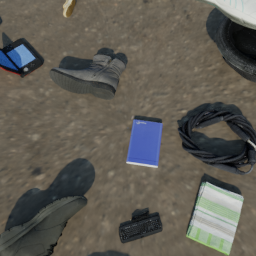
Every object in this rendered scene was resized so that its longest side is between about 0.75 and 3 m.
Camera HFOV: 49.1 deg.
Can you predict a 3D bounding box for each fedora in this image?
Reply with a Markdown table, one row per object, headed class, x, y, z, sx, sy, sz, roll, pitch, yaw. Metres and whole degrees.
| class | x | y | z | sx | sy | sz | roll | pitch | yaw |
| --- | --- | --- | --- | --- | --- | --- | --- | --- | --- |
| fedora | 4.050 | -2.253 | 8.495 | 2.997 | 1.369 | 2.997 | -1 | 63 | 2 |

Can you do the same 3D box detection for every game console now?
| class | x | y | z | sx | sy | sz | roll | pitch | yaw |
| --- | --- | --- | --- | --- | --- | --- | --- | --- | --- |
| game console | -3.647 | -2.361 | 8.845 | 1.235 | 0.851 | 1.433 | -38 | 70 | -16 |

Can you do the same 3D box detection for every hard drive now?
| class | x | y | z | sx | sy | sz | roll | pitch | yaw |
| --- | --- | --- | --- | --- | --- | --- | --- | --- | --- |
| hard drive | 0.481 | 0.416 | 7.870 | 0.856 | 0.165 | 1.297 | 8 | 64 | 4 |

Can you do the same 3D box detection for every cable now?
| class | x | y | z | sx | sy | sz | roll | pitch | yaw |
| --- | --- | --- | --- | --- | --- | --- | --- | --- | --- |
| cable | 2.486 | 0.231 | 7.745 | 2.221 | 0.564 | 1.812 | 18 | 65 | 9 |

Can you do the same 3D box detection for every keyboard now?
| class | x | y | z | sx | sy | sz | roll | pitch | yaw |
| --- | --- | --- | --- | --- | --- | --- | --- | --- | --- |
| keyboard | 0.280 | 2.409 | 6.882 | 1.076 | 0.213 | 0.560 | -15 | 65 | -8 |

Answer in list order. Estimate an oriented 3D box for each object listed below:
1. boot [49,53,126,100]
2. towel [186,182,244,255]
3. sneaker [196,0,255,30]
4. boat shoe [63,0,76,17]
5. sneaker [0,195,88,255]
| class | x | y | z | sx | sy | sz | roll | pitch | yaw |
| --- | --- | --- | --- | --- | --- | --- | --- | --- | --- |
| boot | -1.219 | -1.748 | 8.706 | 2.125 | 0.742 | 1.399 | 18 | 62 | -3 |
| towel | 2.192 | 2.197 | 6.972 | 1.113 | 0.229 | 1.492 | 20 | 66 | 10 |
| sneaker | 1.895 | -2.445 | 5.028 | 2.051 | 0.721 | 0.822 | 31 | 109 | 2 |
| boat shoe | -2.183 | -4.360 | 10.135 | 0.317 | 0.338 | 0.916 | 8 | 61 | 15 |
| sneaker | -1.916 | 2.451 | 6.603 | 2.378 | 0.903 | 1.079 | -33 | 78 | -8 |
